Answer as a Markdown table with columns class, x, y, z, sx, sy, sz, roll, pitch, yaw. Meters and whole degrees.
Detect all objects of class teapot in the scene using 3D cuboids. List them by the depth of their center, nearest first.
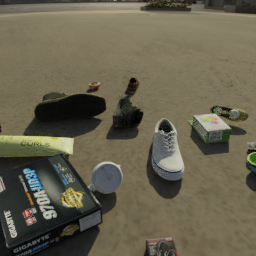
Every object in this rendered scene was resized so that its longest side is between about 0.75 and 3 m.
| class | x | y | z | sx | sy | sz | roll | pitch | yaw |
| --- | --- | --- | --- | --- | --- | --- | --- | --- | --- |
| teapot | -0.647 | 1.416 | 7.937 | 0.945 | 0.933 | 0.690 | 13 | -14 | -16 |

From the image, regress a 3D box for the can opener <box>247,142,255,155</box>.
| class | x | y | z | sx | sy | sz | roll | pitch | yaw |
| --- | --- | --- | --- | --- | --- | --- | --- | --- | --- |
| can opener | 4.715 | 0.736 | 9.520 | 1.627 | 0.544 | 0.434 | 4 | 27 | -20 |

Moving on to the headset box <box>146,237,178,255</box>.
| class | x | y | z | sx | sy | sz | roll | pitch | yaw |
| --- | --- | --- | --- | --- | --- | --- | --- | --- | --- |
| headset box | 0.725 | 2.715 | 5.964 | 0.615 | 0.319 | 0.826 | -2 | 31 | -4 |

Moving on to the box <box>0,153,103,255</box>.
| class | x | y | z | sx | sy | sz | roll | pitch | yaw |
| --- | --- | --- | --- | --- | --- | --- | --- | --- | --- |
| box | -2.194 | 1.819 | 7.215 | 2.153 | 0.623 | 2.709 | -17 | 33 | -26 |

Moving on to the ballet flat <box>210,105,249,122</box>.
| class | x | y | z | sx | sy | sz | roll | pitch | yaw |
| --- | --- | --- | --- | --- | --- | --- | --- | --- | --- |
| ballet flat | 4.081 | -0.610 | 11.431 | 1.533 | 0.542 | 0.542 | 19 | 34 | 34 |

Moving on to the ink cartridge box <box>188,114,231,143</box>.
| class | x | y | z | sx | sy | sz | roll | pitch | yaw |
| --- | --- | --- | --- | --- | --- | --- | --- | --- | --- |
| ink cartridge box | 3.105 | -0.124 | 10.854 | 0.929 | 0.531 | 1.790 | -5 | 29 | -9 |

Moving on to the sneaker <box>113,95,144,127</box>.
| class | x | y | z | sx | sy | sz | roll | pitch | yaw |
| --- | --- | --- | --- | --- | --- | --- | --- | --- | --- |
| sneaker | 0.099 | -0.689 | 11.662 | 1.174 | 0.784 | 2.050 | 5 | 32 | 6 |

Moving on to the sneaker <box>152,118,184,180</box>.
| class | x | y | z | sx | sy | sz | roll | pitch | yaw |
| --- | --- | --- | --- | --- | --- | --- | --- | --- | --- |
| sneaker | 1.210 | 0.585 | 9.125 | 0.991 | 0.961 | 2.714 | -2 | 29 | -4 |

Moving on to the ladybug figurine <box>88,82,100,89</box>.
| class | x | y | z | sx | sy | sz | roll | pitch | yaw |
| --- | --- | --- | --- | --- | --- | --- | --- | --- | --- |
| ladybug figurine | -1.784 | -2.260 | 14.958 | 0.523 | 0.277 | 0.770 | 24 | 37 | 36 |

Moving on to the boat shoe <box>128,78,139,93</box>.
| class | x | y | z | sx | sy | sz | roll | pitch | yaw |
| --- | --- | --- | --- | --- | --- | --- | --- | --- | --- |
| boat shoe | 0.298 | -2.404 | 14.936 | 0.571 | 0.570 | 1.621 | 0 | 28 | 4 |

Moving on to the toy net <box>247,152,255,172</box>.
| class | x | y | z | sx | sy | sz | roll | pitch | yaw |
| --- | --- | --- | --- | --- | --- | --- | --- | --- | --- |
| toy net | 4.981 | 0.930 | 8.635 | 2.525 | 0.488 | 1.325 | -21 | 27 | -18 |

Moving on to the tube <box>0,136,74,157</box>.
| class | x | y | z | sx | sy | sz | roll | pitch | yaw |
| --- | --- | --- | --- | --- | --- | --- | --- | --- | --- |
| tube | -3.306 | 0.596 | 9.453 | 2.872 | 0.746 | 0.833 | 1 | 67 | -8 |

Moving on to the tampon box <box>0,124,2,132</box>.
| class | x | y | z | sx | sy | sz | roll | pitch | yaw |
| --- | --- | --- | --- | --- | --- | --- | --- | --- | --- |
| tampon box | -5.340 | -0.080 | 10.725 | 0.767 | 0.575 | 0.484 | 10 | 31 | 17 |

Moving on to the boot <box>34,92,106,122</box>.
| class | x | y | z | sx | sy | sz | roll | pitch | yaw |
| --- | --- | --- | --- | --- | --- | --- | --- | --- | --- |
| boot | -2.503 | -1.227 | 12.366 | 2.934 | 1.136 | 2.029 | -4 | 24 | -8 |
